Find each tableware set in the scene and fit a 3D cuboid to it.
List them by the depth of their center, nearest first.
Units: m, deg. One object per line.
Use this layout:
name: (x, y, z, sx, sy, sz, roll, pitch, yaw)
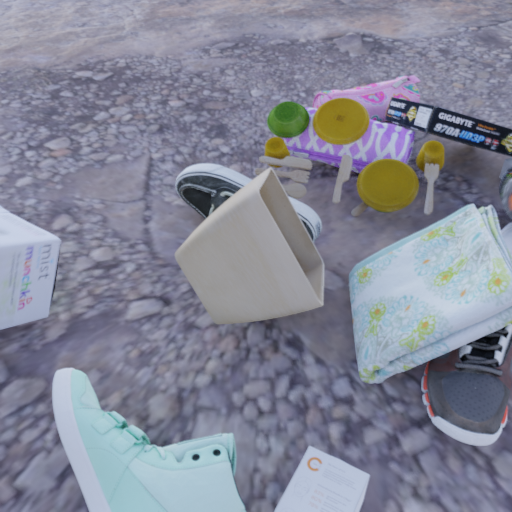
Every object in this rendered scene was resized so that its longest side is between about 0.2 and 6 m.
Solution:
tableware set: (1.638, -1.776, 9.882, 3.249, 0.499, 2.188, 10, 70, 13)

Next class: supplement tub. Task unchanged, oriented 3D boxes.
supplement tub: (4.361, -0.975, 8.795, 0.954, 0.954, 1.557, 15, 19, 17)

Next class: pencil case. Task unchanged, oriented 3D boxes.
pencil case: (1.679, -2.093, 10.551, 2.544, 1.068, 1.087, 14, 50, 16)
pencil case: (2.388, -3.252, 12.002, 2.316, 1.013, 1.013, -16, 43, -17)

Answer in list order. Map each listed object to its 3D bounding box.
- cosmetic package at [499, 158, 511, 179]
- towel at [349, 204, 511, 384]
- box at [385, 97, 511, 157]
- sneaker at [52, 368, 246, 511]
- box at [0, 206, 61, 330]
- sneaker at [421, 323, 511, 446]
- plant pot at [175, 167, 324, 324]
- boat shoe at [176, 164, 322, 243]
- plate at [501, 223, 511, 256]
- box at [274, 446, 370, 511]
cosmetic package: (4.893, -1.537, 10.390, 0.427, 0.424, 0.510, -13, 41, -14)
towel: (2.167, 0.411, 7.103, 2.227, 0.536, 1.906, -33, 27, 27)
box: (3.749, -2.420, 10.537, 2.126, 0.489, 1.690, 11, 18, -16)
sneaker: (-1.062, 2.001, 5.752, 1.514, 0.945, 2.568, -25, 56, -19)
box: (-4.345, -0.017, 7.190, 2.619, 1.266, 2.311, 21, 16, 23)
sneaker: (2.703, 1.018, 6.836, 1.013, 1.076, 2.629, 15, 42, 17)
plant pot: (-0.102, -0.006, 7.433, 1.435, 1.621, 1.619, -27, 13, 16)
boat shoe: (-0.337, -0.709, 8.962, 2.746, 0.971, 0.874, 22, 49, 28)
plate: (4.311, -0.096, 8.435, 1.680, 0.272, 1.676, 21, 35, 41)
box: (0.579, 2.545, 5.449, 0.673, 0.527, 1.082, 20, 44, 23)
